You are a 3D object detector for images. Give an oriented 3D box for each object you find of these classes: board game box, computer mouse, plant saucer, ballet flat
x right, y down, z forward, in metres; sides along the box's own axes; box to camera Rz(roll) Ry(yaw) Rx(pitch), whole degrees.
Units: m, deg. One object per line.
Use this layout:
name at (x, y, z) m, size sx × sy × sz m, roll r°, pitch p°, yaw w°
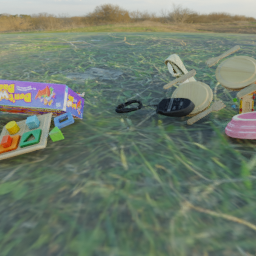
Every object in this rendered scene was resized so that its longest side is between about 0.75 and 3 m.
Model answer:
board game box at (-2.760, -0.751, 7.512) m, size 2.757 × 0.617 × 1.854 m, roll 5°, pitch -5°, yaw 6°
computer mouse at (0.748, -0.527, 8.163) m, size 2.389 × 0.407 × 0.700 m, roll 1°, pitch 43°, yaw 26°
plant saucer at (3.256, -0.124, 6.880) m, size 1.672 × 0.424 × 1.672 m, roll -9°, pitch 9°, yaw 2°
ballet flat at (1.999, -1.952, 10.603) m, size 0.652 × 0.652 × 1.876 m, roll -20°, pitch 72°, yaw -40°

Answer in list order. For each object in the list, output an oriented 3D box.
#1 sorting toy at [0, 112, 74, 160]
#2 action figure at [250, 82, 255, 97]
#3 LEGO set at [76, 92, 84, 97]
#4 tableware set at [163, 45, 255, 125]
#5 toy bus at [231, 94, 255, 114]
sorting toy at (-2.351, 0.111, 6.159) m, size 2.346 × 0.320 × 1.321 m, roll -15°, pitch 36°, yaw 6°
action figure at (5.022, -1.378, 9.965) m, size 1.557 × 0.842 × 1.610 m, roll 21°, pitch 37°, yaw 31°
LEGO set at (-2.026, -1.230, 10.418) m, size 0.591 × 0.194 × 0.791 m, roll 18°, pitch 27°, yaw 29°
tableware set at (2.618, -1.192, 8.439) m, size 2.784 × 0.558 × 1.840 m, roll -29°, pitch 50°, yaw 4°
toy bus at (3.580, -0.754, 8.496) m, size 0.736 × 0.780 × 0.403 m, roll 47°, pitch 12°, yaw 3°
